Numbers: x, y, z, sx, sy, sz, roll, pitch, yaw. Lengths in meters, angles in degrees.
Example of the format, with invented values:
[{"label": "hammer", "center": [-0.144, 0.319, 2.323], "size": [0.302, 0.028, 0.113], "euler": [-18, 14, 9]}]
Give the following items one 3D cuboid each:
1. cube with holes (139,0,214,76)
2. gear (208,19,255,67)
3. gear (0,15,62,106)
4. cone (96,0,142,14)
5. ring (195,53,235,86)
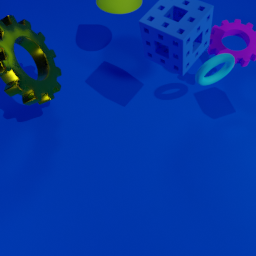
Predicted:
[{"label": "cube with holes", "center": [0.994, -1.944, 5.780], "size": [1.023, 1.023, 1.023], "euler": [33, 72, 24]}, {"label": "gear", "center": [2.879, -2.305, 7.589], "size": [1.415, 0.262, 1.415], "euler": [-2, 67, 4]}, {"label": "gear", "center": [-2.345, -1.537, 6.491], "size": [0.373, 2.014, 2.014], "euler": [-18, 66, 23]}, {"label": "cone", "center": [-0.237, -3.794, 7.057], "size": [1.250, 1.255, 1.250], "euler": [0, 54, 0]}, {"label": "ring", "center": [2.173, -1.448, 7.014], "size": [1.059, 1.059, 0.212], "euler": [-21, 66, -8]}]
